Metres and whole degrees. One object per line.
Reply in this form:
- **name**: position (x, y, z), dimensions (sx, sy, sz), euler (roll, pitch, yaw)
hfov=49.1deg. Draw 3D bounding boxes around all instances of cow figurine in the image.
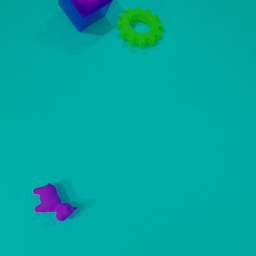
- **cow figurine**: position (-2.003, 2.020, 7.703), dimensions (1.097, 0.612, 1.115), euler (-15, 71, 5)

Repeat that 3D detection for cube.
- **cube**: position (-1.533, -4.481, 9.914), dimensions (1.304, 1.304, 1.304), euler (-39, 99, -15)

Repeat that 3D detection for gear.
- **gear**: position (0.430, -3.705, 10.210), dimensions (1.640, 0.303, 1.640), euler (3, 67, -8)
